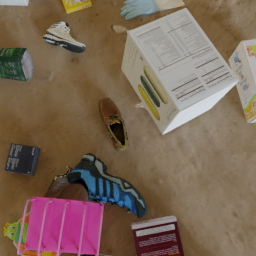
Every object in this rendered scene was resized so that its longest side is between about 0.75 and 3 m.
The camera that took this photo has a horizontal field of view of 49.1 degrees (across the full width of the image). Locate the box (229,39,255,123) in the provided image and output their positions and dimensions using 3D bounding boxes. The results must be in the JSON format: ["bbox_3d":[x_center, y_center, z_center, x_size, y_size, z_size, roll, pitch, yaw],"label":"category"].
[{"bbox_3d":[4.681,-1.632,9.636,1.459,1.314,2.593,-9,75,-1],"label":"box"}]

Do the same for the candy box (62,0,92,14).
[{"bbox_3d":[-2.288,-5.626,11.256,1.054,0.272,2.061,-22,76,-3],"label":"candy box"}]

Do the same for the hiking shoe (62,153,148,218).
[{"bbox_3d":[-0.665,2.028,8.752,2.754,1.025,1.194,35,61,19],"label":"hiking shoe"}]

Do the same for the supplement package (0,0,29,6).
[{"bbox_3d":[-4.652,-5.361,10.914,1.355,0.792,0.795,2,75,0],"label":"supplement package"}]

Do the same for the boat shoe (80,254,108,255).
[{"bbox_3d":[-0.939,4.118,8.544,1.388,0.474,0.512,11,75,3],"label":"boat shoe"}]

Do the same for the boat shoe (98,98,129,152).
[{"bbox_3d":[-0.437,-0.201,9.530,0.728,0.688,2.022,-22,79,-14],"label":"boat shoe"}]

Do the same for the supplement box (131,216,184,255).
[{"bbox_3d":[0.999,4.086,8.384,1.416,0.792,2.602,-9,74,-3],"label":"supplement box"}]

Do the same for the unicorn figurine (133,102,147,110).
[{"bbox_3d":[0.611,-0.815,9.954,0.759,0.280,0.521,32,64,19],"label":"unicorn figurine"}]

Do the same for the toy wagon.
[{"bbox_3d":[-2.935,3.342,8.783,2.092,0.414,1.623,7,75,2],"label":"toy wagon"}]

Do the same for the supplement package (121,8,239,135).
[{"bbox_3d":[1.481,-1.754,9.106,2.167,2.183,2.877,-27,77,-15],"label":"supplement package"}]

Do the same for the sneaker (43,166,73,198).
[{"bbox_3d":[-2.290,1.789,9.059,1.381,0.487,0.522,-42,112,-24],"label":"sneaker"}]

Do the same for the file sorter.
[{"bbox_3d":[-1.829,2.854,7.980,2.191,1.374,1.523,7,78,-6],"label":"file sorter"}]

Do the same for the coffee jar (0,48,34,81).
[{"bbox_3d":[-4.571,-2.308,9.909,2.177,1.135,0.929,5,51,1],"label":"coffee jar"}]

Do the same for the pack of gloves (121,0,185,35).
[{"bbox_3d":[1.099,-4.368,10.802,2.603,0.514,2.187,-18,77,-5],"label":"pack of gloves"}]

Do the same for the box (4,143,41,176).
[{"bbox_3d":[-3.503,1.060,9.348,0.872,0.498,0.958,8,75,3],"label":"box"}]

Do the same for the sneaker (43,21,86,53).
[{"bbox_3d":[-2.258,-3.496,10.494,1.687,0.637,0.971,20,78,8],"label":"sneaker"}]
